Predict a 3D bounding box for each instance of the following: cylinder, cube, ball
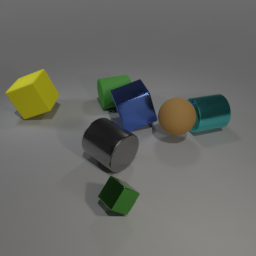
[{"bbox_3d":[-0.610,-1.688,13.046,1.400,1.400,1.400,-11,34,-14],"label":"cylinder"},{"bbox_3d":[-4.086,-1.469,12.178,1.400,1.400,1.400,-16,32,16],"label":"cube"},{"bbox_3d":[1.818,-0.430,10.435,1.400,1.400,1.400,0,32,0],"label":"ball"},{"bbox_3d":[-0.255,1.857,7.723,0.700,0.700,0.700,33,-3,-41],"label":"cube"},{"bbox_3d":[0.229,-0.931,11.560,1.400,1.400,1.400,-21,34,-1],"label":"cube"},{"bbox_3d":[3.151,-0.597,11.327,1.400,1.400,1.400,-10,34,-15],"label":"cylinder"},{"bbox_3d":[-0.590,0.552,9.427,1.400,1.400,1.400,30,43,32],"label":"cylinder"}]
